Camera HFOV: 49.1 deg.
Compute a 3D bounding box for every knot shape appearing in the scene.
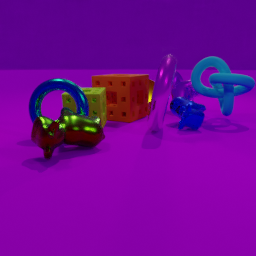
[{"bbox_3d":[2.859,-1.263,8.278,0.869,1.881,1.760,-41,12,-17],"label":"knot shape"}]

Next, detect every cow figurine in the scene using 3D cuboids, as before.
[{"bbox_3d":[1.579,-0.444,7.736,1.338,0.746,1.360,-2,29,-45],"label":"cow figurine"},{"bbox_3d":[-1.104,0.100,5.430,1.434,0.787,1.411,13,19,-17],"label":"cow figurine"},{"bbox_3d":[1.795,-1.258,10.083,1.653,1.680,0.922,2,-26,36],"label":"cow figurine"}]

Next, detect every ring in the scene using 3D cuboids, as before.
[{"bbox_3d":[-1.585,-0.436,6.417,1.399,1.399,0.280,1,6,3],"label":"ring"},{"bbox_3d":[0.850,-0.847,6.991,0.383,1.917,1.917,13,15,7],"label":"ring"}]

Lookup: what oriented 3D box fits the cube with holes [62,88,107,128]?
[{"bbox_3d":[-1.132,-0.525,7.552,0.968,0.968,0.968,0,17,4],"label":"cube with holes"}]

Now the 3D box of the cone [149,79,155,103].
[{"bbox_3d":[0.851,-1.326,12.025,1.138,1.138,1.142,5,-18,19],"label":"cone"}]

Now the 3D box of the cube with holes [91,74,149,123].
[{"bbox_3d":[-0.211,-1.014,8.969,1.339,1.339,1.339,6,15,28],"label":"cube with holes"}]
